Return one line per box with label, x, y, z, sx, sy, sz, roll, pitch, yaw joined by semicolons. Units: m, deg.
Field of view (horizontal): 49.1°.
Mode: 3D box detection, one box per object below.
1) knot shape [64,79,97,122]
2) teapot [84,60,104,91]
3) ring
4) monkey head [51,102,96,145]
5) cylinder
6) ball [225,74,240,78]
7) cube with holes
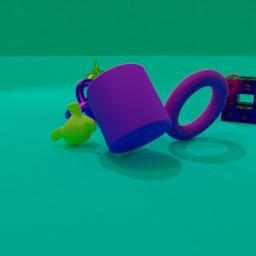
knot shape;-0.923;-0.742;8.026;1.583;0.781;1.691;13;55;33
teapot;-1.284;-2.000;11.884;1.246;0.981;2.003;-7;-27;-5
ring;1.470;-0.460;6.075;1.718;1.718;0.344;-10;40;-31
monkey head;-1.149;-0.081;6.083;1.176;0.846;0.709;-13;19;25
cylinder;0.005;-0.350;5.415;1.286;1.286;1.286;-22;-17;-7
ball;3.528;-1.447;9.422;0.739;0.739;0.739;0;16;0
cube with holes;3.519;-0.876;8.337;1.215;1.215;1.215;7;17;24
